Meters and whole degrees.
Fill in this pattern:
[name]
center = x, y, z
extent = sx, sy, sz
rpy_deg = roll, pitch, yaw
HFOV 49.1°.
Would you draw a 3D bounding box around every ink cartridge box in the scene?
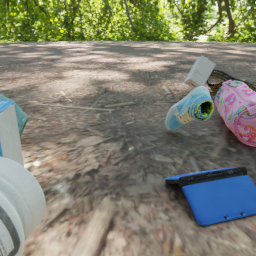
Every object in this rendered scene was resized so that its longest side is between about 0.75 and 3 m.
[ink cartridge box]
center = -3.316, 0.364, 4.787
extent = 2.670, 1.537, 0.906
rpy_deg = 0, 20, -2

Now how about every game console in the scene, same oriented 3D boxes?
[game console]
center = 1.450, 1.123, 4.816
extent = 1.289, 0.763, 1.101
rpy_deg = -6, -10, -15

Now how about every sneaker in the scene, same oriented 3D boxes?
[sneaker]
center = 1.525, -0.333, 7.031
extent = 0.581, 1.461, 0.954
rpy_deg = 32, 25, -20

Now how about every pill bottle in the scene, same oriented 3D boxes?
[pill bottle]
center = -1.877, 1.284, 2.631
extent = 1.355, 1.355, 2.382
rpy_deg = 5, 21, 13

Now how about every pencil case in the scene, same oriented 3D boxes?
[pencil case]
center = 3.146, -0.537, 7.695
extent = 1.191, 1.191, 2.724
rpy_deg = 2, 23, 6

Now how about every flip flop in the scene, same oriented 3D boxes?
[flip flop]
center = 4.019, -1.800, 11.730
extent = 2.993, 0.862, 1.214
rpy_deg = 28, 28, 24

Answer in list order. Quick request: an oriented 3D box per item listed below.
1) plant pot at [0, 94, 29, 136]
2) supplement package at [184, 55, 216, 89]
[plant pot]
center = -2.949, -0.104, 6.810
extent = 0.822, 1.227, 1.227
rpy_deg = 24, 16, -15
[supplement package]
center = 2.802, -2.140, 10.984
extent = 0.649, 1.111, 0.651
rpy_deg = 32, -8, -5
